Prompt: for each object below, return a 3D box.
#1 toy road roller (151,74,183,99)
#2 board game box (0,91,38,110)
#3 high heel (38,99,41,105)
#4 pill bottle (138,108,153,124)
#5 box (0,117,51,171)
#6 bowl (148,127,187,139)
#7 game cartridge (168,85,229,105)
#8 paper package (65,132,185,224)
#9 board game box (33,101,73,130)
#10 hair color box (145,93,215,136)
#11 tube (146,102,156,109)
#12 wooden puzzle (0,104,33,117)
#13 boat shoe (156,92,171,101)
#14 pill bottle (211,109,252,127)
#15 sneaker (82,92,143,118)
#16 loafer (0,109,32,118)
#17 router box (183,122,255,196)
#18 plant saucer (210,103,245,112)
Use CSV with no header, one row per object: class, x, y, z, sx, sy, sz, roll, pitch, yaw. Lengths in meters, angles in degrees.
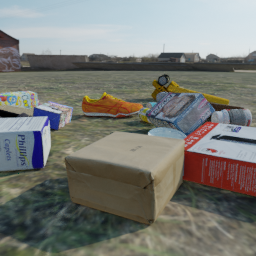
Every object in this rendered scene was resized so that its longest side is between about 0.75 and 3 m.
toy road roller,2.435,-2.294,17.667,2.152,1.571,1.322,39,20,2
board game box,-5.321,-1.132,13.133,1.891,0.992,0.974,-14,21,-40
high heel,-5.170,-1.391,15.387,0.540,0.379,1.125,3,24,-33
pill bottle,0.920,-0.495,11.561,0.566,0.566,1.018,-9,17,-30
box,-3.099,0.371,7.338,1.928,1.012,1.773,-3,14,-9
bowl,1.089,0.448,7.869,1.129,0.508,1.129,4,26,-2
game cartridge,3.859,-1.861,15.714,2.734,0.443,2.410,13,10,-19
paper package,0.036,0.831,5.622,1.848,1.003,1.938,8,17,26
board game box,-2.926,-0.504,10.964,1.079,0.655,1.353,15,16,5
hair color box,1.630,-0.515,9.466,1.276,0.772,2.552,-45,16,-6
tube,1.809,-1.050,13.997,1.954,0.492,0.757,-5,23,-33
wooden puzzle,-4.557,-0.537,11.649,2.914,0.341,1.966,12,14,-3
boat shoe,2.641,-1.559,15.223,2.116,0.782,0.902,11,18,29
pill bottle,3.890,-0.333,10.577,1.303,0.742,0.742,-2,15,-8
sneaker,-0.717,-1.053,12.705,2.826,1.090,1.031,2,11,0
loafer,-3.972,-0.226,10.019,2.589,0.815,0.931,6,16,21
router box,2.821,0.635,6.892,2.661,0.724,2.965,8,17,29
plant saucer,3.815,-0.920,12.716,2.722,0.469,2.722,7,8,-1
